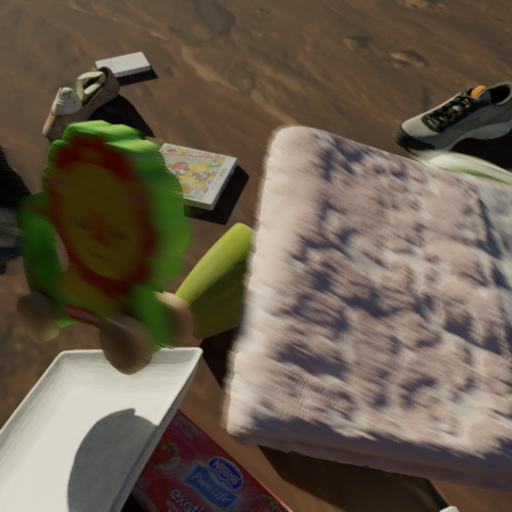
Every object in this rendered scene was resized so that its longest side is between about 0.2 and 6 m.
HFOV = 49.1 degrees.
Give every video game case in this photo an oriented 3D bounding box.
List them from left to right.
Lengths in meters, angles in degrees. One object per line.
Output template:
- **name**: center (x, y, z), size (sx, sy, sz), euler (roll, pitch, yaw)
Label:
- **video game case**: center (-1.182, -1.382, 9.575), size (1.404, 0.161, 1.277), euler (13, 49, 12)

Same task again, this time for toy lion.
- **toy lion**: center (-1.250, -0.109, 4.333), size (1.869, 1.792, 0.642), euler (7, 21, 37)

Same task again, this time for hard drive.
- **hard drive**: center (-2.851, -4.059, 11.994), size (1.023, 0.130, 0.675), euler (-18, 51, -16)

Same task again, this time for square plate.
- **square plate**: center (-1.926, 2.048, 5.667), size (2.585, 0.368, 2.561), euler (-9, 39, 38)

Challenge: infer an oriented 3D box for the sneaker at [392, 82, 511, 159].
- **sneaker**: center (3.554, -2.500, 10.025), size (2.528, 1.002, 0.934), euler (-20, 53, -16)

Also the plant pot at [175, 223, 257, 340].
- **plant pot**: center (-0.414, 0.456, 7.352), size (1.331, 1.246, 1.246), euler (-37, 57, -15)

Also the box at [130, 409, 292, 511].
- **box**: center (-0.457, 2.511, 5.597), size (1.769, 0.882, 0.844), euler (33, 56, 27)

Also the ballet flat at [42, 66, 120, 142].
- **ballet flat**: center (-3.388, -2.990, 10.662), size (0.698, 0.690, 2.051), euler (19, 51, 16)

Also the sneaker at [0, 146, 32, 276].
- **sneaker**: center (-2.802, -0.901, 5.284), size (1.249, 3.418, 1.912), euler (-37, 78, -18)

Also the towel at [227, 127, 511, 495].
- **towel**: center (1.141, 0.214, 3.736), size (2.386, 0.403, 2.498), euler (12, 50, -3)

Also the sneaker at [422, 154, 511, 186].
- **sneaker**: center (2.684, -0.081, 5.215), size (3.001, 1.154, 1.330), euler (17, 31, 28)

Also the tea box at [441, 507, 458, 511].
- **tea box**: center (1.493, 3.270, 4.862), size (1.405, 0.955, 1.429), euler (-21, 52, -16)
